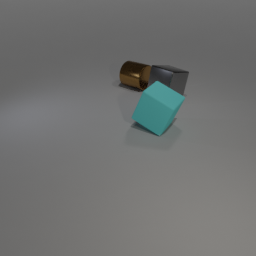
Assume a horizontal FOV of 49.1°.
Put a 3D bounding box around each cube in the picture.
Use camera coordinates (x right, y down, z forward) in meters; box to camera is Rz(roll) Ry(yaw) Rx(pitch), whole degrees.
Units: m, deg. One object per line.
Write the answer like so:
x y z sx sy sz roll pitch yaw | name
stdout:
2.011 -2.354 14.267 1.400 1.400 1.400 -12 31 -43 | cube
1.233 -0.818 11.399 1.400 1.400 1.400 33 37 12 | cube

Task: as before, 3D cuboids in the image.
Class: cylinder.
0.477 -2.929 15.575 1.400 1.400 1.400 22 36 33 | cylinder
